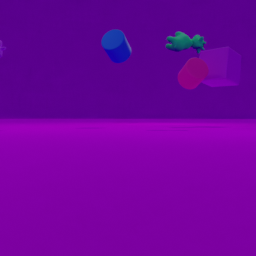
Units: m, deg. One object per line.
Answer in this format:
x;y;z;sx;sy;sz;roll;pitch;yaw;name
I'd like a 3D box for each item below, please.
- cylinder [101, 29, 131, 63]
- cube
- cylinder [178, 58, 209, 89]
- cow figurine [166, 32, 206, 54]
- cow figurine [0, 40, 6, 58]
-0.392;-2.819;9.719;0.830;0.830;0.830;1;-20;19;cylinder
3.437;-2.246;10.514;1.145;1.145;1.145;3;-4;44;cube
2.269;-1.898;9.823;0.822;0.822;0.822;0;-19;-12;cylinder
1.644;-2.365;7.863;0.908;0.507;0.923;32;49;28;cow figurine
-3.817;-2.122;6.830;1.341;0.748;1.362;-1;-36;8;cow figurine
